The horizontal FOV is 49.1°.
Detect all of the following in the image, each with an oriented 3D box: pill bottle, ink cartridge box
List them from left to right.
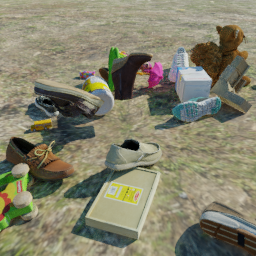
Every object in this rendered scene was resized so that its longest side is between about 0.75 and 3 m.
[{"bbox_3d":[-1.329,-1.477,11.903,1.136,1.136,2.079,-8,33,-12],"label":"pill bottle"},{"bbox_3d":[2.874,-1.916,12.554,1.182,1.162,1.606,-1,33,-2],"label":"ink cartridge box"}]

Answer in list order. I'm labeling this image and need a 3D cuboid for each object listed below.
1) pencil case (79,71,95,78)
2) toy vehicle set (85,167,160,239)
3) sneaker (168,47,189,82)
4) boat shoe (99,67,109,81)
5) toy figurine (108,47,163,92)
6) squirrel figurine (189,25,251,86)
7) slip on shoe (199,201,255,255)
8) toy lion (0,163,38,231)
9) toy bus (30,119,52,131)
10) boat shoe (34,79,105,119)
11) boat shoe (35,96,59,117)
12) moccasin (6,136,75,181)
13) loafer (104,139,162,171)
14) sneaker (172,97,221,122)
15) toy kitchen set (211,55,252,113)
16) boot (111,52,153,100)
[{"bbox_3d":[-2.148,-2.842,14.775,0.852,0.376,0.376,7,33,6],"label":"pencil case"},{"bbox_3d":[-0.056,1.827,7.494,1.357,0.289,2.184,10,34,16],"label":"toy vehicle set"},{"bbox_3d":[2.716,-3.312,14.777,1.105,1.165,2.893,5,34,4],"label":"sneaker"},{"bbox_3d":[-0.760,-2.669,14.287,0.610,0.611,1.735,-33,52,-32],"label":"boat shoe"},{"bbox_3d":[0.419,-2.814,13.531,2.506,2.044,2.723,4,38,-15],"label":"toy figurine"},{"bbox_3d":[4.534,-3.535,13.626,2.932,2.736,2.075,-13,35,-19],"label":"squirrel figurine"},{"bbox_3d":[2.819,2.348,6.176,2.405,0.914,0.728,15,42,34],"label":"slip on shoe"},{"bbox_3d":[-3.345,1.912,7.192,1.815,0.650,1.893,-18,36,-12],"label":"toy lion"},{"bbox_3d":[-3.266,-0.108,10.524,0.772,0.302,0.251,-9,34,-14],"label":"toy bus"},{"bbox_3d":[-1.781,-0.794,8.796,1.075,0.968,2.989,22,5,23],"label":"boat shoe"},{"bbox_3d":[-3.433,-1.075,11.805,0.616,0.554,1.741,-24,40,-33],"label":"boat shoe"},{"bbox_3d":[-2.633,0.848,8.358,2.470,0.954,0.904,20,21,31],"label":"moccasin"},{"bbox_3d":[0.270,0.707,8.488,0.838,0.756,2.215,23,23,39],"label":"loafer"},{"bbox_3d":[2.641,-0.826,11.380,2.205,0.856,1.006,-10,19,-24],"label":"sneaker"},{"bbox_3d":[5.020,-1.738,12.087,1.540,1.887,1.703,29,10,-42],"label":"toy kitchen set"},{"bbox_3d":[0.161,-1.863,10.289,1.920,1.597,0.695,-3,0,43],"label":"boot"}]
